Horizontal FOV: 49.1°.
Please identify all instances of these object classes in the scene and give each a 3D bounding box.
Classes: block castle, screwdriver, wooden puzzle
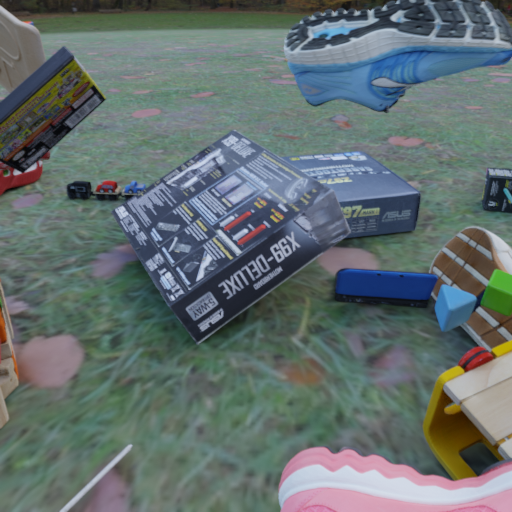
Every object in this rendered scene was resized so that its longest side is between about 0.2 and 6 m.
[{"bbox_3d":[-4.393,0.761,6.902,2.379,1.670,3.560,-12,30,-23],"label":"block castle"},{"bbox_3d":[-1.825,2.424,5.181,0.295,0.282,2.025,-14,15,44],"label":"screwdriver"},{"bbox_3d":[-3.668,-3.089,8.205,1.877,1.738,0.434,35,60,13],"label":"wooden puzzle"}]

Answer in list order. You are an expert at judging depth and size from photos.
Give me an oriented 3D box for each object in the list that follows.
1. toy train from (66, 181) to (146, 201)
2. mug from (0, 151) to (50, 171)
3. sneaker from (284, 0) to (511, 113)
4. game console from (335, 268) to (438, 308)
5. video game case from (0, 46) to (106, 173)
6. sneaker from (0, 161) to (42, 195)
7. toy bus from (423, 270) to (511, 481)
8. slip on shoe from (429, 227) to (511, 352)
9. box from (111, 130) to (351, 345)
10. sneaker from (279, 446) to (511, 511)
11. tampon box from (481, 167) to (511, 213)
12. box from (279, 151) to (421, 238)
[{"bbox_3d":[-3.285,-1.470,12.502,1.947,0.446,0.332,3,28,5],"label":"toy train"},{"bbox_3d":[-4.085,-1.847,9.490,0.878,0.586,0.779,-27,66,-32],"label":"mug"},{"bbox_3d":[2.149,-2.976,8.494,3.303,1.485,1.294,-1,52,13],"label":"sneaker"},{"bbox_3d":[1.963,0.302,8.681,1.432,0.847,1.222,4,29,6],"label":"game console"},{"bbox_3d":[-2.234,-1.464,5.833,1.296,0.165,1.171,-43,-3,-3],"label":"video game case"},{"bbox_3d":[-6.591,-1.853,12.820,1.752,1.188,3.032,4,14,26],"label":"sneaker"},{"bbox_3d":[3.004,1.536,5.724,2.578,1.332,2.432,13,43,14],"label":"toy bus"},{"bbox_3d":[3.478,0.651,7.891,1.063,1.334,3.508,39,14,-13],"label":"slip on shoe"},{"bbox_3d":[-0.623,-0.571,9.089,2.780,0.877,3.525,-36,36,-8],"label":"box"},{"bbox_3d":[1.556,2.383,4.142,3.255,1.199,1.412,-8,31,28],"label":"sneaker"},{"bbox_3d":[5.445,-1.393,11.977,1.048,0.786,0.662,8,29,14],"label":"tampon box"},{"bbox_3d":[1.131,-1.273,11.608,3.563,0.909,2.810,-7,29,-11],"label":"box"}]
